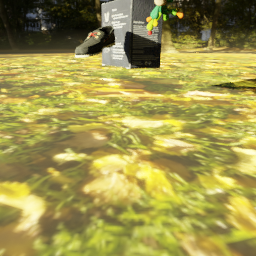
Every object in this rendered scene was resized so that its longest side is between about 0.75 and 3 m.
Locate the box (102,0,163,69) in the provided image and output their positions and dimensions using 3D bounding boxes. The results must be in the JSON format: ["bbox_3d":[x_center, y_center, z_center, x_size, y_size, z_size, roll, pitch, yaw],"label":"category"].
[{"bbox_3d":[0.073,-3.009,9.051,1.203,2.048,2.015,-8,18,-28],"label":"box"}]

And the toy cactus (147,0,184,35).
[{"bbox_3d":[0.602,-2.046,4.774,0.443,0.865,0.714,52,3,26],"label":"toy cactus"}]

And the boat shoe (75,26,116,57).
[{"bbox_3d":[-0.842,-2.208,7.146,0.639,0.547,1.745,8,33,22],"label":"boat shoe"}]
